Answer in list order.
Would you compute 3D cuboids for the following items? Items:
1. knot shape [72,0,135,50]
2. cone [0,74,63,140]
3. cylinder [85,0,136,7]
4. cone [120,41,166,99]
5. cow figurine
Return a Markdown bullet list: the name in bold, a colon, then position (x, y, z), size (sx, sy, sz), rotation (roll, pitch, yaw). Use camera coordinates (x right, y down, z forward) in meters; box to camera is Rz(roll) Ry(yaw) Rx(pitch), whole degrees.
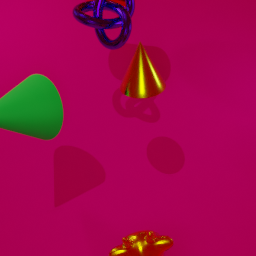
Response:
- **knot shape**: position (-0.404, -2.736, 6.555), size (1.526, 0.705, 1.428), rotation (37, 87, 2)
- **cone**: position (-2.355, -0.294, 5.623), size (1.470, 1.470, 1.475), rotation (46, 35, 18)
- **cylinder**: position (-0.386, -3.802, 7.275), size (1.382, 1.382, 1.382), rotation (20, 66, -9)
- **cone**: position (0.280, -1.303, 5.815), size (1.009, 1.013, 1.009), rotation (-4, 37, 3)
- **cow figurine**: position (0.352, 2.392, 3.996), size (0.939, 1.683, 1.711), rotation (-14, 38, 1)
